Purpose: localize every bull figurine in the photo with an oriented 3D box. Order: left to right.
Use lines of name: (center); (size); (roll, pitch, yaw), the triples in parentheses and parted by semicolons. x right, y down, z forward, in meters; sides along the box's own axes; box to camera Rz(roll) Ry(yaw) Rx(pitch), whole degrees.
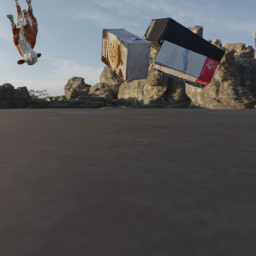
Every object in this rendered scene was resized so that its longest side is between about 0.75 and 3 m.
bull figurine: (-3.677, -3.483, 9.992); (0.889, 1.657, 2.729); (-9, 48, -12)

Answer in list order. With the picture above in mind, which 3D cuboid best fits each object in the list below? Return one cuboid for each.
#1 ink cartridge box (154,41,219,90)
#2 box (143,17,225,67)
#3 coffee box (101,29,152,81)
ink cartridge box: (1.712, -1.876, 8.526); (1.705, 0.730, 1.258); (24, 1, 2)
box: (2.267, -3.439, 11.782); (2.848, 1.123, 2.010); (22, 13, -22)
coffee box: (-0.150, -2.742, 10.219); (0.920, 1.303, 2.306); (-9, 32, -24)
